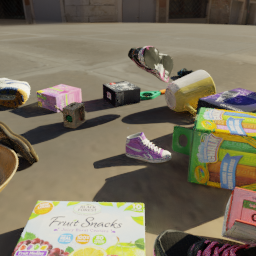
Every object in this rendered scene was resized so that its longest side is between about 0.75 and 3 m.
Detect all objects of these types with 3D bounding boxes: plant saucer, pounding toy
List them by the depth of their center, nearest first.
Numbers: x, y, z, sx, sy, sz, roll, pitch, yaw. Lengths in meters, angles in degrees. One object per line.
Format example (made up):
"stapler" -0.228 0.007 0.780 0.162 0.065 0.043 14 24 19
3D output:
"plant saucer" -4.013 1.240 6.339 2.958 0.524 2.958 0 25 0
"pounding toy" -1.982 -0.488 9.626 0.637 0.825 0.896 10 27 21

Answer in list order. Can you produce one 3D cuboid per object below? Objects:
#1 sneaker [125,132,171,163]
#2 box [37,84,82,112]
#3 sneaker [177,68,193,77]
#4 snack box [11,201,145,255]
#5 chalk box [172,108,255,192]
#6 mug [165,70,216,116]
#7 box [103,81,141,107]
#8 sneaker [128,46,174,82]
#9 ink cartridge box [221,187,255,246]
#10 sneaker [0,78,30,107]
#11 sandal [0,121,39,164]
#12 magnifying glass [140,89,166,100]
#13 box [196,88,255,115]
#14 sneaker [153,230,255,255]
"sneaker" 0.548 0.508 7.655 1.293 0.737 0.469 7 25 12
"box" -2.784 -1.246 11.426 1.178 0.647 1.339 18 31 33
"sneaker" 3.161 -2.868 15.162 0.574 0.513 1.402 -22 23 -7
"snack box" -0.751 1.947 4.826 2.070 0.548 1.472 1 25 2
"chalk box" 2.262 0.468 6.880 2.388 1.490 1.480 7 26 16
"mug" 2.352 -1.296 10.635 1.552 1.515 1.891 -17 15 -16
"box" -0.286 -1.479 11.884 1.176 0.672 1.291 -13 29 -27
"sneaker" 0.840 -2.406 10.129 0.991 0.922 2.296 22 -2 34
"ink cartridge box" 2.152 1.379 3.985 1.407 2.583 0.650 11 69 20
"sneaker" -5.523 -1.527 11.533 2.908 1.095 1.282 8 31 -8
"sandal" -3.372 0.464 7.841 2.357 0.963 0.643 28 58 33
"magnifying glass" 1.280 -1.570 12.648 1.832 0.205 0.729 -14 28 -28
"box" 3.531 -0.406 9.080 2.193 1.144 1.623 -17 31 -32
"sneaker" 1.568 1.983 3.937 2.695 1.285 1.065 16 31 33
